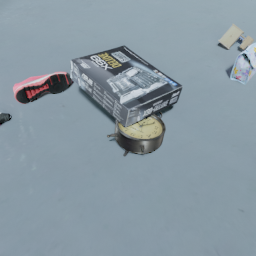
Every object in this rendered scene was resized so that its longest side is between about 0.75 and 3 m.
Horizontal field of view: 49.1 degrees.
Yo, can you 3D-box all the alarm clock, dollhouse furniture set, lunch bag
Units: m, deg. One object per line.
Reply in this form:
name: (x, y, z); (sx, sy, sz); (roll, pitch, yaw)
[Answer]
alarm clock: (0.436, 0.016, 8.121); (1.410, 0.696, 2.090); (25, 43, 21)
dollhouse furniture set: (5.077, -4.036, 13.136); (1.347, 0.931, 1.427); (46, 23, 15)
lunch bag: (4.522, -2.454, 10.559); (0.805, 1.266, 1.073); (27, 47, 29)

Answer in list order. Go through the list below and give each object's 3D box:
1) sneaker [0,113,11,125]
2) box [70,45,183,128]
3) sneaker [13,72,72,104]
sneaker: (-3.935, -0.244, 8.761); (0.377, 0.269, 0.760); (-3, 36, 4)
box: (-0.105, -1.421, 8.611); (2.197, 0.693, 2.785); (-25, 54, -34)
sneaker: (-3.075, -1.636, 9.987); (2.128, 0.784, 0.923); (-23, 45, -24)
